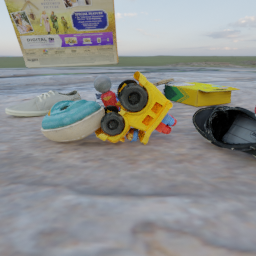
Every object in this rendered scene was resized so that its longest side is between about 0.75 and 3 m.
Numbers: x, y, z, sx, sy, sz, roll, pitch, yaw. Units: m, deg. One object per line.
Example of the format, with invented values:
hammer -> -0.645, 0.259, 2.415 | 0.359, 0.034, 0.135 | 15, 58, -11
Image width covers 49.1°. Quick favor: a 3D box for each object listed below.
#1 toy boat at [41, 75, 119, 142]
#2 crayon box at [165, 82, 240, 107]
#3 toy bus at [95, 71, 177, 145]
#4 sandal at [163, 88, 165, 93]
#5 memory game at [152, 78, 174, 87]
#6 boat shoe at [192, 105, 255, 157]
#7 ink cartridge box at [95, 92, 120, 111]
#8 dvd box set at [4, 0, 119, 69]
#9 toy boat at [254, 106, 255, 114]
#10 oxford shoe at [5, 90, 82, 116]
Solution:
toy boat -> -1.153, -0.511, 7.046 | 1.921, 1.062, 2.285 | -5, 23, 46
crayon box -> 3.145, -1.506, 12.336 | 1.861, 0.745, 2.932 | -7, 16, -23
toy bus -> 0.282, -0.212, 6.687 | 1.677, 1.746, 1.185 | 35, 9, -15
sandal -> 2.135, -1.836, 14.640 | 0.523, 0.295, 1.376 | -6, 24, 4
memory game -> 0.917, -1.980, 13.579 | 2.775, 0.177, 2.775 | -17, 6, 2
boat shoe -> 2.165, -0.040, 6.037 | 0.903, 1.018, 2.724 | 29, 8, -30
ink cartridge box -> -0.530, -0.978, 10.760 | 1.474, 0.581, 2.964 | -3, 14, -9
dvd box set -> -1.296, -2.490, 5.349 | 2.085, 2.850, 0.419 | -3, 45, 1
toy boat -> 4.605, -0.743, 8.782 | 1.096, 1.098, 1.680 | 6, 16, 21
oxford shoe -> -2.941, -0.917, 10.064 | 2.804, 0.810, 1.054 | -12, 22, -31
